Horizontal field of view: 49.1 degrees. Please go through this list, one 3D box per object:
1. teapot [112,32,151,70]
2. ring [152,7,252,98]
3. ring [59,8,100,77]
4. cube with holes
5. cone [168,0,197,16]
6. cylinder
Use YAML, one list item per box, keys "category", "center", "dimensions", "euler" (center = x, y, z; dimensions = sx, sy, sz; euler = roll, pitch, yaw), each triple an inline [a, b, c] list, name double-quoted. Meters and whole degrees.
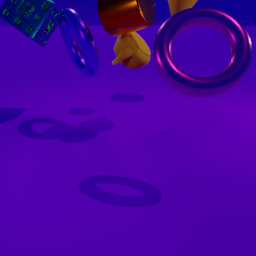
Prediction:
- category: "teapot"
  center: [0.043, -2.201, 8.189]
  dimensions: [0.912, 1.158, 1.863]
  euler: [-35, 8, 28]
- category: "ring"
  center: [1.226, -1.286, 4.678]
  dimensions: [1.633, 1.633, 0.327]
  euler: [2, -14, 5]
- category: "ring"
  center: [-1.388, -2.364, 7.906]
  dimensions: [0.394, 1.968, 1.968]
  euler: [-28, 31, -17]
- category: "cube with holes"
  center: [-2.994, -3.507, 8.777]
  dimensions: [1.224, 1.224, 1.224]
  euler: [35, 2, -4]
- category: "cone"
  center: [1.966, -4.581, 10.770]
  dimensions: [1.492, 1.497, 1.492]
  euler: [8, 30, -5]
- category: "cylinder"
  center: [-0.024, -3.039, 7.173]
  dimensions: [1.128, 1.128, 1.128]
  euler: [-5, 18, 29]
